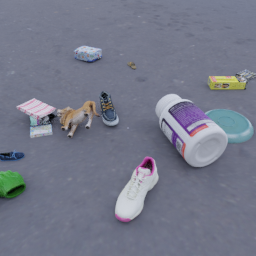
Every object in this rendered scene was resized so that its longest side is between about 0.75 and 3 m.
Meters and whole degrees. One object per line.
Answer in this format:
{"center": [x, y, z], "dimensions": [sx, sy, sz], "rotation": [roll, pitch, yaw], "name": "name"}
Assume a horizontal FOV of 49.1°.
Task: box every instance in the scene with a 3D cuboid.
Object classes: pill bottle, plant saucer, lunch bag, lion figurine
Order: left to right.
{"center": [-1.914, -0.533, 11.260], "dimensions": [2.429, 0.880, 1.488], "rotation": [-19, 38, 28], "name": "lion figurine"}
{"center": [-2.438, -4.622, 17.384], "dimensions": [1.617, 0.611, 1.296], "rotation": [20, 40, 26], "name": "lunch bag"}
{"center": [2.200, -0.064, 10.558], "dimensions": [1.639, 1.639, 2.941], "rotation": [-13, 39, -16], "name": "pill bottle"}
{"center": [4.130, -0.185, 11.821], "dimensions": [2.269, 0.311, 2.269], "rotation": [0, 37, 0], "name": "plant saucer"}

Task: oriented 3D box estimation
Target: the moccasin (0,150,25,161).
{"center": [-4.262, 1.018, 10.239], "dimensions": [0.879, 0.300, 0.354], "rotation": [-9, 38, -12], "name": "moccasin"}

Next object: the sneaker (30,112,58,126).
{"center": [-3.629, -0.609, 12.208], "dimensions": [1.145, 0.636, 1.637], "rotation": [1, 36, -15], "name": "sneaker"}

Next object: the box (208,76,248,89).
{"center": [5.145, -2.341, 14.493], "dimensions": [1.849, 0.463, 0.696], "rotation": [0, 37, 0], "name": "box"}

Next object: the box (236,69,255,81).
{"center": [6.514, -2.910, 15.442], "dimensions": [0.916, 0.225, 0.739], "rotation": [-26, 43, -30], "name": "box"}

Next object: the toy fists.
{"center": [-4.175, 1.972, 8.756], "dimensions": [1.830, 0.629, 0.933], "rotation": [-29, 53, -34], "name": "toy fists"}

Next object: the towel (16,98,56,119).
{"center": [-3.846, -0.848, 11.741], "dimensions": [1.347, 0.201, 0.986], "rotation": [24, 37, 22], "name": "towel"}

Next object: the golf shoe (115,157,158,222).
{"center": [0.254, 1.795, 8.641], "dimensions": [0.855, 1.039, 2.270], "rotation": [17, 42, 19], "name": "golf shoe"}

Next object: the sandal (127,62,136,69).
{"center": [0.249, -3.739, 16.514], "dimensions": [0.353, 0.237, 0.879], "rotation": [-14, 40, -18], "name": "sandal"}

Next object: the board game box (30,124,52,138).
{"center": [-3.580, 0.114, 11.552], "dimensions": [0.857, 0.147, 0.576], "rotation": [-9, 38, -12], "name": "board game box"}

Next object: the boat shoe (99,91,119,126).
{"center": [-0.909, -0.883, 12.208], "dimensions": [0.657, 0.843, 1.857], "rotation": [-15, 37, -10], "name": "boat shoe"}
